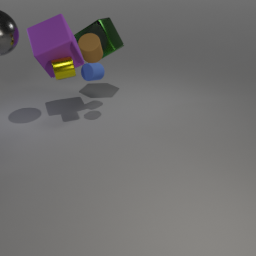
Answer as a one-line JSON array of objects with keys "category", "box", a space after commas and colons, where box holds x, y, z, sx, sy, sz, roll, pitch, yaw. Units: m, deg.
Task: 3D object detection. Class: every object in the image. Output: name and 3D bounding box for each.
[{"category": "cube", "box": [-1.236, -3.803, 12.237, 1.400, 1.400, 1.400, -23, 16, 24]}, {"category": "cylinder", "box": [-1.217, -2.612, 9.206, 0.700, 0.700, 0.700, -1, 69, 4]}, {"category": "cylinder", "box": [-2.243, -2.075, 9.751, 0.700, 0.700, 0.700, -16, 32, -12]}, {"category": "cube", "box": [-2.628, -2.977, 10.274, 1.400, 1.400, 1.400, -23, 64, 2]}, {"category": "cylinder", "box": [-1.437, -2.290, 11.429, 0.700, 0.700, 0.700, 18, 22, 30]}, {"category": "ball", "box": [-4.137, -2.958, 8.709, 1.400, 1.400, 1.400, 0, 29, 0]}]
